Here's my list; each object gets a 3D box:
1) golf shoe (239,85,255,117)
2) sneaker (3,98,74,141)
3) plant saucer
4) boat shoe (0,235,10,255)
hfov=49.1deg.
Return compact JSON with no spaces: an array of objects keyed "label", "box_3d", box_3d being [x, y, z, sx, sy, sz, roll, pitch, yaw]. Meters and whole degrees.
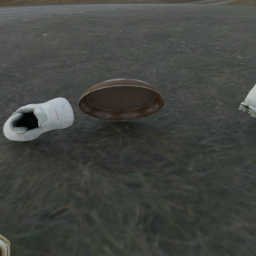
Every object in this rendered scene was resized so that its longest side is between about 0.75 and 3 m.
[{"label":"golf shoe","box_3d":[4.263,-0.780,8.133,2.235,1.087,0.875,4,23,-39]},{"label":"sneaker","box_3d":[-2.643,-0.169,7.173,2.505,0.976,1.245,-18,1,36]},{"label":"plant saucer","box_3d":[-0.181,-0.790,8.006,2.452,2.452,0.393,-2,70,-3]},{"label":"boat shoe","box_3d":[-2.054,1.865,3.949,0.786,0.838,2.273,-37,39,7]}]
